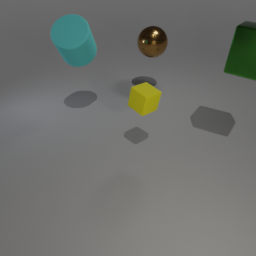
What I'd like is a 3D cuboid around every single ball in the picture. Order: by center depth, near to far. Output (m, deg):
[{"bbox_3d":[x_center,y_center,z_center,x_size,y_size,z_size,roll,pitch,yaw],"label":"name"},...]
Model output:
[{"bbox_3d":[1.126,-3.942,12.847,1.400,1.400,1.400,0,32,0],"label":"ball"}]

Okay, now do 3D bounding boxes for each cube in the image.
[{"bbox_3d":[3.908,-2.324,8.456,1.400,1.400,1.400,21,33,23],"label":"cube"},{"bbox_3d":[0.515,-0.917,8.818,0.700,0.700,0.700,-24,50,-38],"label":"cube"}]

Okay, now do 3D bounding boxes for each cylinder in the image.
[{"bbox_3d":[-1.977,-3.209,10.423,1.400,1.400,1.400,-1,76,5],"label":"cylinder"}]
